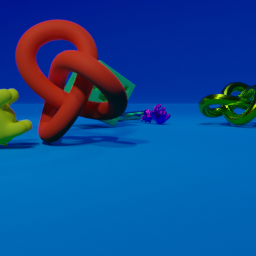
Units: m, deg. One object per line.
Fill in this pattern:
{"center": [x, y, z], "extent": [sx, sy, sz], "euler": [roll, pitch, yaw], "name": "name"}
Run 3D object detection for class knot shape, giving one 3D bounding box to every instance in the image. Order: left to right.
{"center": [-1.060, -0.606, 4.679], "extent": [2.017, 1.887, 0.932], "euler": [43, 30, 16], "name": "knot shape"}
{"center": [3.403, -0.841, 8.620], "extent": [1.954, 0.965, 2.088], "euler": [-27, 18, -36], "name": "knot shape"}

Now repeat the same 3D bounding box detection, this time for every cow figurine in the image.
{"center": [-2.218, -0.214, 4.268], "extent": [1.162, 1.181, 0.648], "euler": [-22, 9, 0], "name": "cow figurine"}
{"center": [0.860, -0.356, 9.004], "extent": [0.480, 0.861, 0.875], "euler": [28, 23, -40], "name": "cow figurine"}

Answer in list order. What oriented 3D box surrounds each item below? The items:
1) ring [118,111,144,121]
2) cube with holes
{"center": [0.176, -0.456, 10.332], "extent": [1.463, 0.293, 1.463], "euler": [-5, 3, 0], "name": "ring"}
{"center": [-0.891, -1.009, 7.982], "extent": [1.307, 1.307, 1.307], "euler": [30, -6, -36], "name": "cube with holes"}
